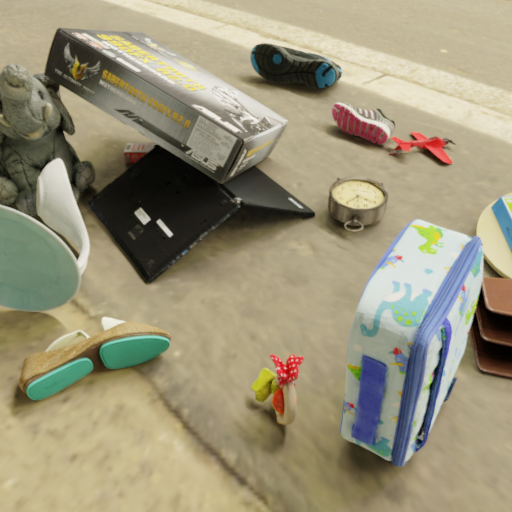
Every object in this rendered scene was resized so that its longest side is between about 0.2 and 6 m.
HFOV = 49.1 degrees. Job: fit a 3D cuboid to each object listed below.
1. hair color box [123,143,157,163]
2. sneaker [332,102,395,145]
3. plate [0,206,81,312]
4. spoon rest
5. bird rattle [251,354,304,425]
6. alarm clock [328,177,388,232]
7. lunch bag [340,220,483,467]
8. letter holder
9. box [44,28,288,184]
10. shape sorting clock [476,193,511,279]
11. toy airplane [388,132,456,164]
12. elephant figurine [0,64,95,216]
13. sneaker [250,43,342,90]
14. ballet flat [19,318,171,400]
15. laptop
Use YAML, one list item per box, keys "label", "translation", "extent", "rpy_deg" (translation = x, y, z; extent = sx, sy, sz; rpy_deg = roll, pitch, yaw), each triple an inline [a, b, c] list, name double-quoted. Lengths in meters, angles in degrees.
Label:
- label: "hair color box"
  translation: [-2.505, -2.360, 12.823]
  extent: [0.958, 0.293, 0.486]
  rpy_deg: [1, 40, 0]
- label: "sneaker"
  translation: [2.666, -3.322, 13.738]
  extent: [1.739, 0.642, 0.761]
  rpy_deg: [34, 50, 28]
- label: "plate"
  translation: [-3.713, 0.019, 8.425]
  extent: [2.239, 2.239, 0.286]
  rpy_deg: [4, 43, 5]
- label: "spoon rest"
  translation: [-3.486, -0.581, 10.078]
  extent: [0.811, 1.329, 2.675]
  rpy_deg: [1, 54, -25]
- label: "bird rattle"
  translation: [0.395, 1.770, 7.364]
  extent: [0.589, 1.046, 0.853]
  rpy_deg: [0, 65, -23]
- label: "alarm clock"
  translation: [1.953, -0.949, 10.918]
  extent: [1.140, 0.563, 1.690]
  rpy_deg: [9, 39, 10]
- label: "lunch bag"
  translation: [1.853, 1.117, 6.784]
  extent: [1.097, 2.660, 2.139]
  rpy_deg: [21, 45, 27]
- label: "letter holder"
  translation: [4.165, 1.112, 8.190]
  extent: [1.775, 0.893, 1.262]
  rpy_deg: [5, 42, 6]
- label: "box"
  translation: [-1.620, -3.216, 11.513]
  extent: [4.089, 0.988, 3.239]
  rpy_deg: [33, 26, 5]
- label: "shape sorting clock"
  translation: [5.516, -0.258, 10.053]
  extent: [2.963, 0.581, 2.963]
  rpy_deg: [-2, 44, 2]
- label: "toy airplane"
  translation: [3.860, -2.615, 13.125]
  extent: [1.652, 0.304, 1.652]
  rpy_deg: [0, 38, 0]
- label: "elephant figurine"
  translation: [-4.373, -2.600, 10.821]
  extent: [2.487, 3.206, 2.268]
  rpy_deg: [17, 43, 19]
- label: "sneaker"
  translation: [1.146, -5.432, 16.164]
  extent: [2.761, 1.011, 1.131]
  rpy_deg: [23, 31, 16]
- label: "ballet flat"
  translation: [-2.339, 1.337, 8.077]
  extent: [2.141, 0.726, 0.774]
  rpy_deg: [-21, 48, -16]
- label: "laptop"
  translation: [-1.135, -0.969, 11.250]
  extent: [3.315, 1.712, 2.938]
  rpy_deg: [-41, 49, -6]
